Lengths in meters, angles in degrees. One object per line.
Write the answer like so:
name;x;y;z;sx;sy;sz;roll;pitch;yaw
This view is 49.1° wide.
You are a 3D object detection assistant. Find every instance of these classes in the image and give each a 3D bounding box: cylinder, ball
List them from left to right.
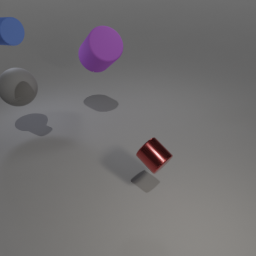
cylinder;-3.235;-2.548;7.394;0.700;0.700;0.700;14;33;34
ball;-4.032;-1.489;10.249;1.400;1.400;1.400;0;31;0
cylinder;-1.088;-3.050;10.985;1.400;1.400;1.400;-17;1;-26
cylinder;0.692;0.724;7.355;0.700;0.700;0.700;46;48;15
